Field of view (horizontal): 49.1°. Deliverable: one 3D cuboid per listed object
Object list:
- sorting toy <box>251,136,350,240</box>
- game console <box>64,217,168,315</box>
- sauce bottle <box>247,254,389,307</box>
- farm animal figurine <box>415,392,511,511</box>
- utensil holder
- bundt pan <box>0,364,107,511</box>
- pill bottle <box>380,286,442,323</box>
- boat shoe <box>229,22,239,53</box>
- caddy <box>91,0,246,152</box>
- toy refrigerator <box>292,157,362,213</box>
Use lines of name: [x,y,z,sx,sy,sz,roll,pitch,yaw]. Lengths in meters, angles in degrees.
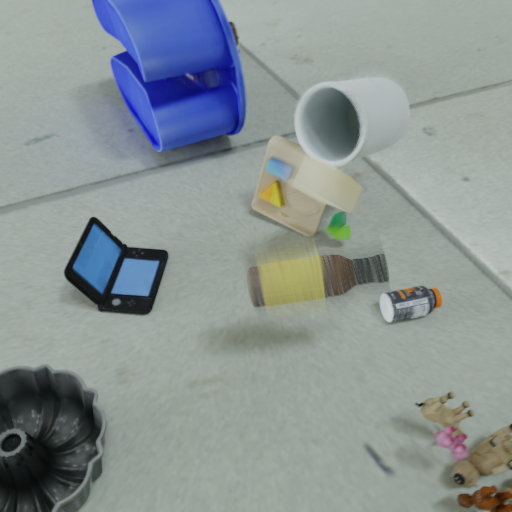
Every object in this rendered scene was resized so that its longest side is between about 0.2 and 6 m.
sorting toy: [1.033,-1.214,11.234,2.273,1.680,0.335,28,32,16]
game console: [-2.518,0.150,10.379,1.447,0.957,1.645,4,45,5]
sauce bottle: [0.877,0.322,7.975,1.962,0.635,0.635,-7,43,8]
farm animal figurine: [3.059,2.746,7.776,1.656,0.873,1.674,1,55,-25]
utensil holder: [1.866,-2.578,10.637,1.520,1.520,1.788,33,36,29]
bundt pan: [-3.238,2.775,7.676,2.503,0.939,2.503,1,44,-1]
pill bottle: [2.770,0.836,9.969,1.018,0.540,0.540,-10,45,-11]
boat shoe: [-2.040,-6.510,17.114,3.171,1.173,1.171,-21,48,-20]
caddy: [-1.918,-4.960,13.648,2.793,3.762,5.322,-22,46,-15]
toy refrigerator: [1.291,-1.243,9.853,0.652,0.601,1.717,25,6,23]
